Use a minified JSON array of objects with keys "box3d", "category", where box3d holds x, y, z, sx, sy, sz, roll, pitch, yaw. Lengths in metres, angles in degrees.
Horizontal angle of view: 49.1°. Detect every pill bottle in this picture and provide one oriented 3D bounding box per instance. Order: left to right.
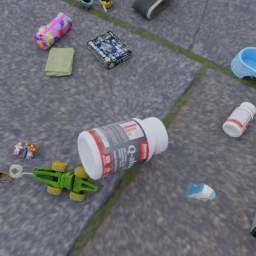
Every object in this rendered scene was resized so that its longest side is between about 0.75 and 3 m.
[{"box3d":[-0.125,0.512,8.526,2.499,1.448,1.448,-16,60,-26],"category":"pill bottle"},{"box3d":[4.123,-0.323,10.306,0.710,0.710,1.297,36,66,19],"category":"pill bottle"}]

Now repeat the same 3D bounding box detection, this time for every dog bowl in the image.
[{"box3d":[5.580,-2.384,11.542,2.642,0.655,1.473,40,68,21],"category":"dog bowl"}]

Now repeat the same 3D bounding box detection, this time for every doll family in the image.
[{"box3d":[-3.569,0.777,9.915,0.930,0.419,0.577,6,66,24],"category":"doll family"}]

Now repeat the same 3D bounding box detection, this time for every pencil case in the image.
[{"box3d":[-3.356,-4.366,12.601,0.861,0.861,1.947,27,63,15],"category":"pencil case"}]

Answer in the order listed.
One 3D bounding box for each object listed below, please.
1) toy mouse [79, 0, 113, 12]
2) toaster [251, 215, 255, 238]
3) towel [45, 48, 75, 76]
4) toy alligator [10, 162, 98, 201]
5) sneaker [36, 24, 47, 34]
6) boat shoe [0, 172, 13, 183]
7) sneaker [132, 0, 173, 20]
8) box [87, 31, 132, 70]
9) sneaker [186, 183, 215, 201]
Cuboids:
[{"box3d":[-1.736,-6.601,14.087,2.149,0.468,2.418,13,60,7],"category":"toy mouse"},{"box3d":[4.376,2.926,8.153,1.240,1.371,0.814,19,59,20],"category":"toaster"},{"box3d":[-2.911,-2.844,12.024,1.139,0.280,1.536,1,61,1],"category":"towel"},{"box3d":[-2.349,1.593,9.186,2.986,0.717,0.990,14,93,7],"category":"toy alligator"},{"box3d":[-3.944,-4.631,13.024,0.834,0.333,0.297,-36,66,-19],"category":"sneaker"},{"box3d":[-4.397,1.606,9.396,0.974,0.350,0.369,0,60,0],"category":"boat shoe"},{"box3d":[1.313,-6.408,13.720,1.258,0.886,2.368,37,68,17],"category":"sneaker"},{"box3d":[-0.825,-3.453,12.309,1.318,0.381,1.658,-33,65,-18],"category":"box"},{"box3d":[1.805,1.655,7.078,0.408,1.009,0.386,33,73,-3],"category":"sneaker"}]
